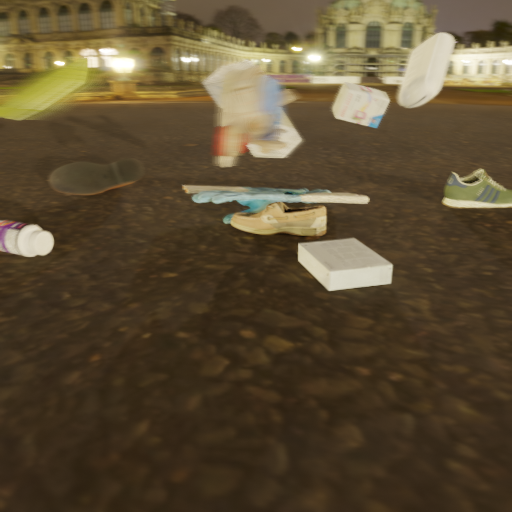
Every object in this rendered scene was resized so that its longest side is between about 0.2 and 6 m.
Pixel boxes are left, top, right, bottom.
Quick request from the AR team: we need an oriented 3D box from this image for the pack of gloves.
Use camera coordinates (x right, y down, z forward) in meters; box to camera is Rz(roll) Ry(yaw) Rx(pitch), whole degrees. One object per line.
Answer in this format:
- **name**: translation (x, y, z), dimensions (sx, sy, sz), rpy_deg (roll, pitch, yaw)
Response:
- **pack of gloves**: translation (0.261, -1.200, 13.264), dimensions (3.802, 0.750, 3.194), rpy_deg (0, 9, -12)

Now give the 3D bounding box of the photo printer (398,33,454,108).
- **photo printer**: translation (2.829, -3.057, 9.423), dimensions (0.383, 1.103, 0.918), rpy_deg (20, -7, -15)

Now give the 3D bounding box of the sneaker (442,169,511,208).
- **sneaker**: translation (5.629, -1.673, 13.769), dimensions (2.004, 0.900, 0.672), rpy_deg (-1, 20, -4)

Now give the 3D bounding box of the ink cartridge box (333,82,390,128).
- **ink cartridge box**: translation (1.865, -2.694, 10.017), dimensions (0.822, 0.594, 0.348), rpy_deg (10, 40, -13)

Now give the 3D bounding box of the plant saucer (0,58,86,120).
- **plant saucer**: translation (-2.659, -2.045, 7.048), dimensions (1.037, 0.248, 1.036), rpy_deg (4, 43, 49)

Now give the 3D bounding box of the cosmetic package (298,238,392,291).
- **cosmetic package**: translation (1.464, 0.114, 9.508), dimensions (1.095, 0.375, 1.453), rpy_deg (-3, 20, -15)

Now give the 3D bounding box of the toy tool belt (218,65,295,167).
- **toy tool belt**: translation (0.046, -2.068, 8.352), dimensions (1.133, 1.151, 1.844), rpy_deg (5, 45, -4)

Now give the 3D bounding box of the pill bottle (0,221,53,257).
- **pill bottle**: translation (-4.315, -0.304, 10.369), dimensions (1.061, 0.591, 0.591), rpy_deg (10, 22, 24)

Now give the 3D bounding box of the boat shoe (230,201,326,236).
- **boat shoe**: translation (0.462, -0.835, 11.766), dimensions (2.028, 0.654, 0.723), rpy_deg (3, 20, 10)

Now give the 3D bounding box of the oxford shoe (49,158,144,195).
- **oxford shoe**: translation (-4.405, -2.069, 15.357), dimensions (2.561, 0.913, 0.913), rpy_deg (-12, -4, -34)

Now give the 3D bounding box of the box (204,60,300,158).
- **box**: translation (-0.076, -3.232, 12.600), dimensions (0.648, 2.156, 1.257), rpy_deg (-47, 31, -16)
